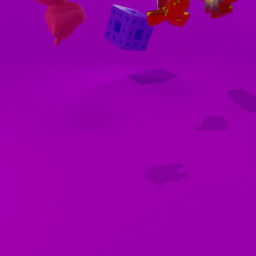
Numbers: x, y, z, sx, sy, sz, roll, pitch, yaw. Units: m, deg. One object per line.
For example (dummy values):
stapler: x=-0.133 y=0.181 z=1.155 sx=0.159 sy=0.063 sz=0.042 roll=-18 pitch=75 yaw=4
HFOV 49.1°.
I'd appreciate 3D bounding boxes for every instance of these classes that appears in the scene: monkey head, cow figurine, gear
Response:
monkey head: x=0.841 y=-2.640 z=6.039 sx=1.022 sy=1.421 sz=0.856 roll=-17 pitch=53 yaw=6
cow figurine: x=-1.113 y=-1.785 z=3.646 sx=1.224 sy=1.204 sz=0.672 roll=14 pitch=25 yaw=-18
gear: x=2.265 y=-3.813 z=7.120 sx=0.347 sy=1.876 sz=1.876 roll=-12 pitch=31 yaw=-2

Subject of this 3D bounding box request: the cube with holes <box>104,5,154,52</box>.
cube with holes: x=0.054 y=-3.718 z=10.502 sx=1.209 sy=1.209 sz=1.209 roll=-9 pitch=40 yaw=-41
